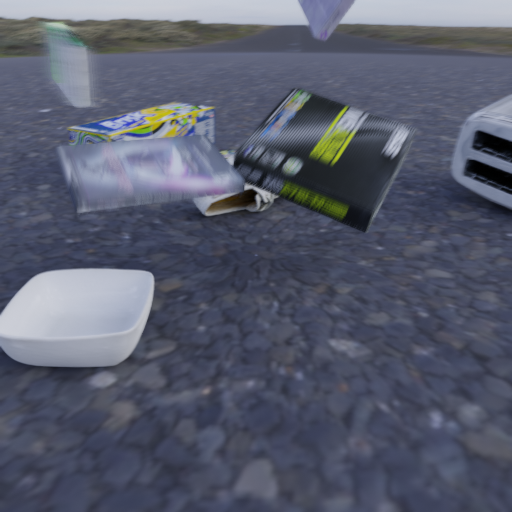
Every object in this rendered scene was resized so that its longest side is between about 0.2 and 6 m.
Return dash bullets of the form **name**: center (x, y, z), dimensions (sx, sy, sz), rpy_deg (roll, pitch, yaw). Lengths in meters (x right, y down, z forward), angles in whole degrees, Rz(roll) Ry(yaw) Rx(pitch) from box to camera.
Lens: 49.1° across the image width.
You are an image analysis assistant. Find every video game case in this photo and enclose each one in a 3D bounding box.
- **video game case**: center (-0.811, -2.322, 13.984), dimensions (1.479, 0.292, 1.632), rpy_deg (7, 26, 16)
- **video game case**: center (-1.404, -1.136, 7.329), dimensions (2.120, 0.201, 1.514), rpy_deg (-9, 38, -23)

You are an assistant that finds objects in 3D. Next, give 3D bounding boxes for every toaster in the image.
- **toaster**: center (5.517, -2.072, 11.272), dimensions (2.174, 1.913, 3.366), rpy_deg (-24, 45, -37)

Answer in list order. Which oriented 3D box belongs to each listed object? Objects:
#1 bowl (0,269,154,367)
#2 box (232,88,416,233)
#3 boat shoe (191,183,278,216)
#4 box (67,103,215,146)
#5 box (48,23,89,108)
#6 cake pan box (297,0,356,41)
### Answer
- **bowl**: center (-2.114, 0.783, 6.802), dimensions (1.658, 0.619, 1.656), rpy_deg (1, 24, 0)
- **box**: center (1.027, -1.484, 8.092), dimensions (2.058, 0.506, 2.131), rpy_deg (23, 49, 15)
- **boat shoe**: center (-0.059, -1.239, 11.178), dimensions (2.479, 0.879, 0.865), rpy_deg (-10, 53, -28)
- **box**: center (-2.683, -2.852, 13.954), dimensions (1.395, 1.280, 3.981), rpy_deg (14, 28, 27)
- **box**: center (-3.322, -3.391, 9.912), dimensions (0.260, 1.033, 1.432), rpy_deg (-16, 44, -29)
- **cake pan box**: center (1.365, -4.982, 10.680), dimensions (0.341, 1.303, 1.200), rpy_deg (4, 55, -34)
